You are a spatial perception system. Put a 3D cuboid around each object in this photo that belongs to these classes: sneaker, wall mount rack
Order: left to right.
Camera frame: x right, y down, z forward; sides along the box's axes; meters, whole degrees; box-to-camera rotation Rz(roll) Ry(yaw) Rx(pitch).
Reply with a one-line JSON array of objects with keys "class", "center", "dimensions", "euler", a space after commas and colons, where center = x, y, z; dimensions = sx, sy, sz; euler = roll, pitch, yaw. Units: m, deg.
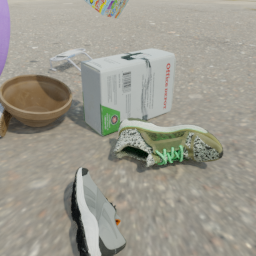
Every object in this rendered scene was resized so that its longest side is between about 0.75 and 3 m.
[{"class": "sneaker", "center": [-3.877, -0.446, 7.842], "dimensions": [1.114, 0.720, 2.053], "euler": [-2, 33, -8]}, {"class": "wall mount rack", "center": [-2.257, -2.838, 12.044], "dimensions": [1.796, 0.771, 2.067], "euler": [11, 32, 25]}, {"class": "sneaker", "center": [-0.569, 1.399, 4.795], "dimensions": [0.736, 0.686, 1.856], "euler": [-1, 35, -21]}, {"class": "sneaker", "center": [0.782, 0.535, 6.178], "dimensions": [2.480, 0.954, 1.099], "euler": [7, 43, 22]}]

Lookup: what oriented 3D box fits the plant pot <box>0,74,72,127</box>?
[{"class": "plant pot", "center": [-2.551, -0.658, 7.835], "dimensions": [1.904, 0.879, 1.904], "euler": [10, 39, -8]}]

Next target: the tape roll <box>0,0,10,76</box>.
[{"class": "tape roll", "center": [-2.317, -1.325, 3.914], "dimensions": [1.678, 1.678, 0.550], "euler": [24, 15, 36]}]

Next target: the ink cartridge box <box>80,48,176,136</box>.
[{"class": "ink cartridge box", "center": [0.055, -1.094, 7.855], "dimensions": [2.507, 1.838, 1.041], "euler": [-19, 35, -32]}]

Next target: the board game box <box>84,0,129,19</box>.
[{"class": "board game box", "center": [-0.761, -3.241, 6.131], "dimensions": [1.582, 0.830, 0.815], "euler": [40, 26, 6]}]
